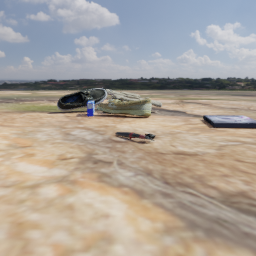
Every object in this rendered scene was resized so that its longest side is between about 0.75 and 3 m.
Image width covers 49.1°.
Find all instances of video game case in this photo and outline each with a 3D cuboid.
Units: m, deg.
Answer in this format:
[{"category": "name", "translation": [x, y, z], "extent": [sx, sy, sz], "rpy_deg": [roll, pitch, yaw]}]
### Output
[{"category": "video game case", "translation": [3.332, -0.231, 9.128], "extent": [1.416, 0.188, 1.983], "rpy_deg": [1, 8, 5]}]

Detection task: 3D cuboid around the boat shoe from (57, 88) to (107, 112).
[{"category": "boat shoe", "translation": [-1.988, -1.305, 12.504], "extent": [2.352, 0.807, 0.666], "rpy_deg": [-20, -12, -21]}]

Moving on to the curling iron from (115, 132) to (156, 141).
[{"category": "curling iron", "translation": [0.138, 0.195, 6.647], "extent": [0.325, 0.168, 1.311], "rpy_deg": [16, -10, -43]}]

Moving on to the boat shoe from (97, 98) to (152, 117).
[{"category": "boat shoe", "translation": [-0.161, -0.885, 11.038], "extent": [2.290, 0.721, 0.835], "rpy_deg": [8, 4, 28]}]

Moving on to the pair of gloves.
[{"category": "pair of gloves", "translation": [0.165, -1.313, 13.111], "extent": [2.243, 0.463, 2.638], "rpy_deg": [6, 12, -19]}]

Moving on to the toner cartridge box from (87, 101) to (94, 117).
[{"category": "toner cartridge box", "translation": [-1.530, -0.806, 11.519], "extent": [0.249, 0.549, 1.155], "rpy_deg": [0, 10, -5]}]
